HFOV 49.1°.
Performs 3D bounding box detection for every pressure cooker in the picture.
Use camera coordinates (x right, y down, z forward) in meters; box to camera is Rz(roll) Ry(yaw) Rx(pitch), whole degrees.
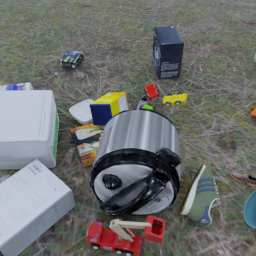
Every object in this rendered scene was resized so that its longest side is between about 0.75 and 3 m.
[{"bbox_3d":[0.233,1.200,8.443,2.680,2.638,3.000,2,39,8],"label":"pressure cooker"}]

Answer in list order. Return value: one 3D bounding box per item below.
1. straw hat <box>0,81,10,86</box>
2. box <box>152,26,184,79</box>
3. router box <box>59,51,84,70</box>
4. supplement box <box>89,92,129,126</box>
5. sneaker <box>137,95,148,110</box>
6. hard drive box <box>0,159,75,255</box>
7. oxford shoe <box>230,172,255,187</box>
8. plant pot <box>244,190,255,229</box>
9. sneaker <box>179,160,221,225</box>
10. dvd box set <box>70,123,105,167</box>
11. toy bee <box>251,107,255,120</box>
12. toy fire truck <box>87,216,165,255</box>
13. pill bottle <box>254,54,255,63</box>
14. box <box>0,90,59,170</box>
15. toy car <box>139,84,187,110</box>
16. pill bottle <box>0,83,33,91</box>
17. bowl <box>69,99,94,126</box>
[{"bbox_3d":[-5.879,-1.785,13.038,1.599,1.599,0.677,17,88,18],"label":"straw hat"},{"bbox_3d":[1.986,-3.867,14.357,1.170,1.993,1.960,-4,43,-4],"label":"box"},{"bbox_3d":[-3.099,-3.755,15.404,0.966,0.401,1.289,10,44,10],"label":"router box"},{"bbox_3d":[-0.730,-0.798,11.337,0.894,0.889,1.633,2,23,25],"label":"supplement box"},{"bbox_3d":[0.596,-0.946,12.281,0.488,0.535,1.306,6,43,6],"label":"sneaker"},{"bbox_3d":[-3.134,2.338,8.460,1.857,0.915,2.383,32,52,30],"label":"hard drive box"},{"bbox_3d":[3.992,1.672,9.615,0.909,0.331,0.324,19,46,20],"label":"oxford shoe"},{"bbox_3d":[4.240,2.503,8.192,0.905,1.344,1.344,34,44,-12],"label":"plant pot"},{"bbox_3d":[2.488,2.091,8.955,1.027,0.767,2.289,29,46,12],"label":"sneaker"},{"bbox_3d":[-0.786,0.418,10.924,2.553,0.375,1.868,-15,45,-15],"label":"dvd box set"},{"bbox_3d":[6.084,-0.915,12.034,1.889,1.027,1.237,-40,31,3],"label":"toy bee"},{"bbox_3d":[-0.122,2.838,7.512,2.106,1.485,0.513,9,43,9],"label":"toy fire truck"},{"bbox_3d":[7.961,-3.546,14.526,1.281,1.281,2.357,-31,51,-29],"label":"pill bottle"},{"bbox_3d":[-3.684,0.067,9.838,2.220,1.901,2.209,-2,55,-5],"label":"box"},{"bbox_3d":[1.034,-0.862,11.636,2.216,0.525,2.355,-41,40,-20],"label":"toy car"},{"bbox_3d":[-5.166,-1.206,12.048,2.104,1.259,1.259,-9,44,-7],"label":"pill bottle"},{"bbox_3d":[-1.754,-0.611,11.986,1.221,0.456,1.219,-30,51,-30],"label":"bowl"}]
